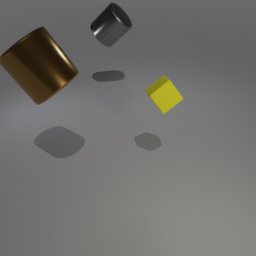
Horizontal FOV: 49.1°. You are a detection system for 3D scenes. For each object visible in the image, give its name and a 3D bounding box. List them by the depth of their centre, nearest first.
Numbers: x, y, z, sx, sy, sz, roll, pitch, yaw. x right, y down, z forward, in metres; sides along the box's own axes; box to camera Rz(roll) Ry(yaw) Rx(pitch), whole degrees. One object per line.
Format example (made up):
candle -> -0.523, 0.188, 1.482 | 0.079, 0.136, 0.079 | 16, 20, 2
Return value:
cylinder -> -2.197, -1.534, 7.017 | 1.400, 1.400, 1.400 | -33, 20, 14
cube -> 1.014, -0.955, 7.988 | 0.700, 0.700, 0.700 | -39, 21, 7
cylinder -> -0.770, -4.731, 12.919 | 1.400, 1.400, 1.400 | -34, 17, 31
